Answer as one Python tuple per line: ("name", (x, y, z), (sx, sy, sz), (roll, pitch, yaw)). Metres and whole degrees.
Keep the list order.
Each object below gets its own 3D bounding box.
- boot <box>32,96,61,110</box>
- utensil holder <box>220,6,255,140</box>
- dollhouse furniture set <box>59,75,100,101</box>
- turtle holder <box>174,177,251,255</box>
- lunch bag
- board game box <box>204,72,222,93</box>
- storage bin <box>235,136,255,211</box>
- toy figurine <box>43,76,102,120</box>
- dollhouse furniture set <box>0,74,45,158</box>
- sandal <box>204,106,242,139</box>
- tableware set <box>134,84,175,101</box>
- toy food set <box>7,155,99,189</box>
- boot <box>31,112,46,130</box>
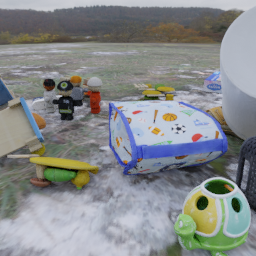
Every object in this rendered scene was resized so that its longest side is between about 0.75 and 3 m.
("boot", (-3.026, -1.066, 10.933), (1.405, 0.511, 0.635), (-7, 27, -17))
("utensil holder", (3.407, -1.071, 6.511), (2.483, 2.483, 2.921), (10, -13, 24))
("dollhouse furniture set", (-2.249, -1.735, 12.660), (1.673, 0.871, 1.691), (18, 25, 14))
("turtle holder", (1.187, 1.273, 4.172), (1.284, 0.912, 0.975), (-3, 21, -10))
("lunch bag", (0.711, 0.208, 6.261), (2.031, 1.479, 2.389), (-5, 13, -14))
("board game box", (5.531, -2.233, 13.914), (2.910, 0.600, 2.917), (10, 23, 24))
("storage bin", (2.965, 0.771, 5.004), (1.863, 1.259, 0.873), (-9, 22, -23))
("toy figurine", (-2.039, -1.237, 10.196), (1.924, 1.339, 1.895), (-17, 28, -37))
("dollhouse furniture set", (-3.552, 0.102, 7.108), (2.342, 2.480, 1.619), (-28, -13, -14))
("sandal", (3.017, -0.266, 8.485), (2.768, 0.747, 1.112), (18, 27, 39))
("tableware set", (1.312, -1.553, 12.530), (1.772, 0.404, 2.631), (-2, 19, -13))
("toy food set", (-1.477, 0.932, 5.757), (1.727, 0.564, 1.016), (7, -3, 12))
("boot", (-3.784, -0.195, 7.961), (2.481, 0.951, 1.926), (15, 27, 29))
